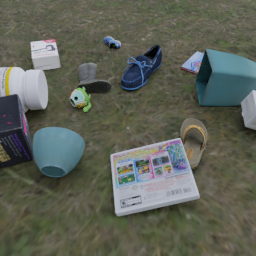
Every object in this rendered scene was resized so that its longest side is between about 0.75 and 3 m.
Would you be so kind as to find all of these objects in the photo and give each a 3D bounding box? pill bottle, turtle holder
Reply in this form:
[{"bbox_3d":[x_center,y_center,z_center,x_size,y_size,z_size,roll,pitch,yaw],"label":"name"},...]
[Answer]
[{"bbox_3d":[-4.435,-1.273,9.826,2.911,1.664,1.664,-3,44,-3],"label":"pill bottle"},{"bbox_3d":[-1.764,-1.012,10.362,0.626,0.881,0.670,-36,22,-32],"label":"turtle holder"}]

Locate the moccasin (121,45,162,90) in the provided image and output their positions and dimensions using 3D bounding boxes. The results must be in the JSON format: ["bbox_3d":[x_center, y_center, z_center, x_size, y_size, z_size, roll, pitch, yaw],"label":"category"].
[{"bbox_3d":[0.527,-2.655,11.741,1.131,0.958,2.811,19,47,19],"label":"moccasin"}]

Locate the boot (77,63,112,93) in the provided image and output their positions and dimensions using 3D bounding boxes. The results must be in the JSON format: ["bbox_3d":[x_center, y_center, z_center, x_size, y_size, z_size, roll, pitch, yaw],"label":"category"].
[{"bbox_3d":[-1.382,-2.099,11.545,1.470,0.587,1.617,2,37,-1],"label":"boot"}]

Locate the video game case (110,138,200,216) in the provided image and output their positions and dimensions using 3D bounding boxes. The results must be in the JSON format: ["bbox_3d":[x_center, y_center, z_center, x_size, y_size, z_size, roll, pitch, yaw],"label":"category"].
[{"bbox_3d":[0.645,1.306,7.852,2.200,0.261,2.002,-14,44,5],"label":"video game case"}]

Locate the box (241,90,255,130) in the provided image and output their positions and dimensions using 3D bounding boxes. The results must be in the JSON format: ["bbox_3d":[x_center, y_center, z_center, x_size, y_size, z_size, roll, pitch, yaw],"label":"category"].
[{"bbox_3d":[4.506,-0.515,9.351,1.106,0.723,1.100,15,52,-9],"label":"box"}]

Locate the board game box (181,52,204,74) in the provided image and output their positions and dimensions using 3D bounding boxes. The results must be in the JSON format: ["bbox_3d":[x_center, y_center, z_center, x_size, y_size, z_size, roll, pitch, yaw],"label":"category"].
[{"bbox_3d":[3.123,-2.950,12.625,0.832,0.157,1.616,26,50,26],"label":"board game box"}]

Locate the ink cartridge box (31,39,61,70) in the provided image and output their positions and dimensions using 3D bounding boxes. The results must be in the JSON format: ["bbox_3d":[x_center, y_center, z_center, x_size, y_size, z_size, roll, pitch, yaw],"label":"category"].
[{"bbox_3d":[-3.727,-3.306,12.630,1.127,0.656,1.556,-11,45,-11],"label":"ink cartridge box"}]

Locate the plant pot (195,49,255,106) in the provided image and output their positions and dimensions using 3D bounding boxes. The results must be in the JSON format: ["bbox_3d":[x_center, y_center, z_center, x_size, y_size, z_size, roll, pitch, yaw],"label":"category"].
[{"bbox_3d":[3.890,-1.802,10.505,2.217,1.567,1.566,5,44,-1],"label":"plant pot"}]

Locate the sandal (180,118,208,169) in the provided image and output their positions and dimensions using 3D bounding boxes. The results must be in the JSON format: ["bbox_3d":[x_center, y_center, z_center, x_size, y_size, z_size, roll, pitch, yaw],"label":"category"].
[{"bbox_3d":[2.042,0.337,8.857,0.924,0.621,2.299,13,39,13],"label":"sandal"}]

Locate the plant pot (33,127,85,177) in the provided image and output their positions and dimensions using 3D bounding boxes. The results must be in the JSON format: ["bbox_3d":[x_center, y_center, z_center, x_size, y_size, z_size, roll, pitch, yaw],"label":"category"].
[{"bbox_3d":[-2.015,0.797,7.926,1.479,1.479,0.996,1,54,1],"label":"plant pot"}]

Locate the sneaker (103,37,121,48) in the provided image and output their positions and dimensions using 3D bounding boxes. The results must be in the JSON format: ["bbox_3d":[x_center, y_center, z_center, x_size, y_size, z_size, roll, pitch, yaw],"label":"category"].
[{"bbox_3d":[-0.840,-4.169,13.716,0.994,0.390,0.443,28,48,25],"label":"sneaker"}]

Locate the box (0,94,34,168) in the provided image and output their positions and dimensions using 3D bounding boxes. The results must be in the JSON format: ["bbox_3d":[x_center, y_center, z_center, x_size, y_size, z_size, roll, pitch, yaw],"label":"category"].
[{"bbox_3d":[-4.469,0.262,8.363,2.803,1.486,1.713,-14,46,-15],"label":"box"}]
